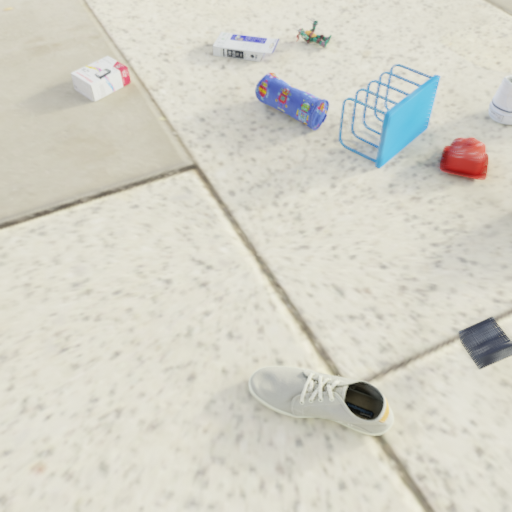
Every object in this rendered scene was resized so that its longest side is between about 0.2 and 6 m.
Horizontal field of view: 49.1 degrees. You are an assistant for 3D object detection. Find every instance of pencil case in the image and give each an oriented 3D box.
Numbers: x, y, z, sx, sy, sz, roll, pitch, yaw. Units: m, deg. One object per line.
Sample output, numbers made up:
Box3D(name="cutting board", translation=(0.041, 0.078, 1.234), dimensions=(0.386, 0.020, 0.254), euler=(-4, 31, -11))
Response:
Box3D(name="pencil case", translation=(0.871, -3.730, 13.478), dimensions=(1.936, 0.756, 0.841), euler=(36, 19, 28))

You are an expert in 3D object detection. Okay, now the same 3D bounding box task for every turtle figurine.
Box3D(name="turtle figurine", translation=(1.568, -6.292, 15.872), dimensions=(1.069, 0.538, 0.800), euler=(27, 67, 3))

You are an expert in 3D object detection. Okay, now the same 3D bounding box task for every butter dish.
Box3D(name="butter dish", translation=(4.589, -2.238, 12.164), dimensions=(0.991, 0.735, 0.994), euler=(14, 51, 13))

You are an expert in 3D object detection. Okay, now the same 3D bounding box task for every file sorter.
Box3D(name="file sorter", translation=(2.958, -3.233, 12.607), dimensions=(1.231, 1.392, 2.006), euler=(34, 57, 27))

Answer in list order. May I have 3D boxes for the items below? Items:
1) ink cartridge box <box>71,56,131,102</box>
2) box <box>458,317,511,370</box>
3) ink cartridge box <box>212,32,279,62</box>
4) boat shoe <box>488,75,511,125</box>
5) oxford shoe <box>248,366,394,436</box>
Box3D(name="ink cartridge box", translation=(-3.967, -4.546, 14.346), dimensions=(0.881, 0.511, 1.194), euler=(34, 55, 26))
Box3D(name="box", translation=(3.611, 1.369, 8.804), dimensions=(0.596, 0.350, 0.586), euler=(-24, 44, 3))
Box3D(name="ink cartridge box", translation=(-0.269, -5.788, 15.557), dimensions=(1.732, 0.340, 0.861), euler=(11, 49, 11))
Box3D(name="boat shoe", translation=(7.312, -3.865, 13.327), dimensions=(3.378, 1.128, 1.242), euler=(-11, 50, -10))
Box3D(name="oxford shoe", translation=(0.973, 2.076, 8.446), dimensions=(2.244, 0.648, 0.844), euler=(13, 53, 14))
